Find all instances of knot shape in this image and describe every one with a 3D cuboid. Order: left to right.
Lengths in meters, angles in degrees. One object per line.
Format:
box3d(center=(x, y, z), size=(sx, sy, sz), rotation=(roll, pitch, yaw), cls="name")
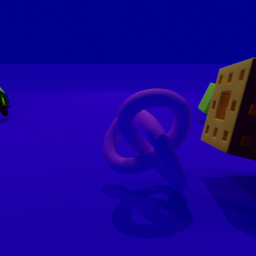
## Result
box3d(center=(0.188, 0.173, 3.714), size=(1.316, 1.407, 0.650), rotation=(1, 22, 40), cls="knot shape")

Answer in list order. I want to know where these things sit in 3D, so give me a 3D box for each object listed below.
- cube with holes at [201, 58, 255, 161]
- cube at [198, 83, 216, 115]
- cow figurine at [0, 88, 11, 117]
box3d(center=(1.823, -0.170, 3.786), size=(1.136, 1.136, 1.136), rotation=(13, 5, -2), cls="cube with holes")
box3d(center=(2.582, -0.693, 7.838), size=(0.824, 0.824, 0.824), rotation=(24, 14, -4), cls="cube")
box3d(center=(-4.275, -0.625, 7.922), size=(1.673, 0.918, 1.646), rotation=(-14, 3, 16), cls="cow figurine")
